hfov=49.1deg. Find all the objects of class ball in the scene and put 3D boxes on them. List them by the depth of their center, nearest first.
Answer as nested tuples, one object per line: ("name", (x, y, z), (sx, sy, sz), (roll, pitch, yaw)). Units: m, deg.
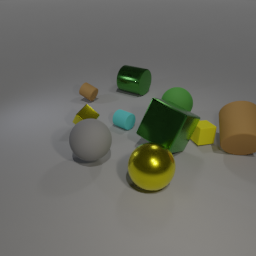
("ball", (0.688, 1.121, 8.207), (1.400, 1.400, 1.400), (0, 28, 0))
("ball", (-1.233, 0.389, 9.251), (1.400, 1.400, 1.400), (0, 28, 0))
("ball", (2.128, -1.080, 12.243), (1.400, 1.400, 1.400), (0, 28, 0))

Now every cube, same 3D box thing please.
("cube", (1.414, -0.088, 9.761), (1.400, 1.400, 1.400), (32, 16, 29))
("cube", (2.823, 0.167, 10.624), (0.700, 0.700, 0.700), (-5, 26, -18))
("cube", (-1.682, -0.383, 11.219), (0.700, 0.700, 0.700), (40, 57, -2))

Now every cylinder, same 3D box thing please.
("cylinder", (3.926, 0.008, 9.788), (1.400, 1.400, 1.400), (5, 55, 8))
("cylinder", (-0.165, -0.354, 11.655), (0.700, 0.700, 0.700), (22, 35, 35))
("cylinder", (-1.959, -1.815, 13.994), (0.700, 0.700, 0.700), (31, 37, 14))
("cylinder", (0.334, -2.573, 15.030), (1.400, 1.400, 1.400), (18, 33, 28))
